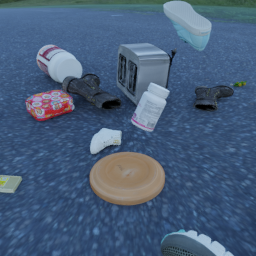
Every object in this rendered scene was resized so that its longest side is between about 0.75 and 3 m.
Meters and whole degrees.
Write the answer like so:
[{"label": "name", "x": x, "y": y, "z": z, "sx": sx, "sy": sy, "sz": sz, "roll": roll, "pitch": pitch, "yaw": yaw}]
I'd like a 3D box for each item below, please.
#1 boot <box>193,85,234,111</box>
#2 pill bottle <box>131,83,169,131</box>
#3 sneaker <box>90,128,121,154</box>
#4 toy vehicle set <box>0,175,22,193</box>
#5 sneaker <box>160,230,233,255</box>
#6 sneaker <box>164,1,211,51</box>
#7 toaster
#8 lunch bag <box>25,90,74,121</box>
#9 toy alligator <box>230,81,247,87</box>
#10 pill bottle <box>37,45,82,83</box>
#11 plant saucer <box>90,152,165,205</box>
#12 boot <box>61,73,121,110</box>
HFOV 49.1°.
[{"label": "boot", "x": 3.736, "y": -1.227, "z": 12.210, "sx": 1.876, "sy": 0.650, "sz": 1.633, "roll": 1, "pitch": 35, "yaw": 9}, {"label": "pill bottle", "x": 0.637, "y": -0.591, "z": 7.867, "sx": 0.697, "sy": 1.230, "sz": 0.697, "roll": 24, "pitch": 14, "yaw": -6}, {"label": "sneaker", "x": -0.665, "y": 0.420, "z": 9.322, "sx": 0.817, "sy": 0.521, "sz": 1.414, "roll": 6, "pitch": 29, "yaw": 16}, {"label": "toy vehicle set", "x": -3.487, "y": 1.540, "z": 7.780, "sx": 0.886, "sy": 0.117, "sz": 0.551, "roll": 3, "pitch": 30, "yaw": 5}, {"label": "sneaker", "x": 1.483, "y": 2.888, "z": 4.541, "sx": 1.346, "sy": 1.145, "sz": 2.951, "roll": -26, "pitch": 38, "yaw": -32}, {"label": "sneaker", "x": 1.512, "y": -2.788, "z": 7.677, "sx": 0.748, "sy": 0.830, "sz": 2.025, "roll": -14, "pitch": 47, "yaw": -11}, {"label": "toaster", "x": 0.667, "y": -2.389, "z": 12.092, "sx": 1.579, "sy": 2.661, "sz": 2.406, "roll": -8, "pitch": 32, "yaw": -23}, {"label": "lunch bag", "x": -3.134, "y": -0.938, "z": 11.463, "sx": 1.737, "sy": 0.712, "sz": 1.530, "roll": -23, "pitch": 37, "yaw": -34}, {"label": "toy alligator", "x": 5.573, "y": -2.190, "z": 14.157, "sx": 0.922, "sy": 0.222, "sz": 0.306, "roll": -10, "pitch": 31, "yaw": -5}, {"label": "pill bottle", "x": -3.586, "y": -3.305, "z": 14.669, "sx": 1.603, "sy": 1.603, "sz": 2.807, "roll": -18, "pitch": 34, "yaw": -28}, {"label": "plant saucer", "x": -0.022, "y": 1.302, "z": 7.977, "sx": 2.141, "sy": 0.346, "sz": 2.141, "roll": 0, "pitch": 29, "yaw": 0}, {"label": "boot", "x": -1.325, "y": -1.514, "z": 12.409, "sx": 2.420, "sy": 0.962, "sz": 2.780, "roll": 28, "pitch": 25, "yaw": 19}]
